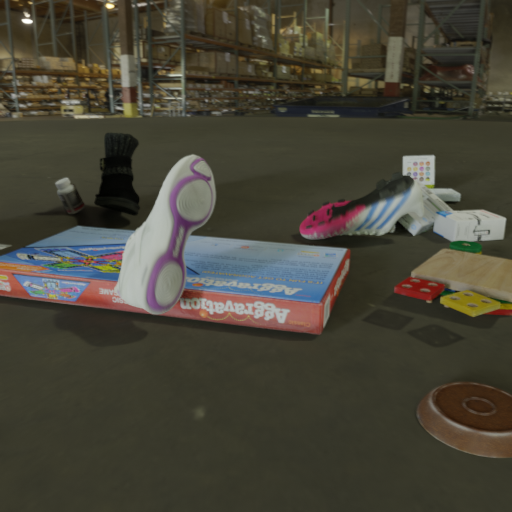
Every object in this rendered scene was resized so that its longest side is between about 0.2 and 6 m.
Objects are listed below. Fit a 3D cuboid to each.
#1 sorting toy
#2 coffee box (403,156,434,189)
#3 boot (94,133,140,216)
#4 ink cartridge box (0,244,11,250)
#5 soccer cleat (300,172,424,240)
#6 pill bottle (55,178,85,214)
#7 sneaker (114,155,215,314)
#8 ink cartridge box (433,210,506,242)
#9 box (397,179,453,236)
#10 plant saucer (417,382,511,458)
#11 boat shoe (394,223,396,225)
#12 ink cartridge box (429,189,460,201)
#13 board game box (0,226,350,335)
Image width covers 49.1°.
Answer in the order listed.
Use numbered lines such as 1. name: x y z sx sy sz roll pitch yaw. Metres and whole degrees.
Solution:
1. sorting toy: 3.267 0.457 8.430 1.516 0.532 3.145 12 21 33
2. coffee box: 4.733 -2.380 16.325 0.878 0.870 0.880 1 -6 16
3. boot: -3.260 -2.026 13.436 0.944 1.876 2.510 14 3 -29
4. ink cartridge box: -4.926 0.191 9.142 1.433 0.601 1.258 6 19 19
5. soccer cleat: 2.212 -0.732 11.598 2.601 1.123 0.908 -22 31 21
6. pill bottle: -4.644 -1.495 13.919 0.458 0.828 0.458 -15 30 9
7. sneaker: -1.305 -0.369 7.535 1.116 2.241 0.839 6 -21 42
8. ink cartridge box: 4.545 -0.649 11.958 1.176 0.496 0.858 -4 18 -13
9. box: 3.640 -1.139 12.777 1.651 0.340 1.287 -18 57 -45
10. plant saucer: 2.200 1.559 5.561 1.160 0.200 1.160 -1 17 0
11. boat shoe: 3.137 -1.247 13.407 0.646 0.745 1.748 7 20 18
12. ink cartridge box: 4.977 -1.702 15.620 1.163 0.252 1.142 0 14 8
13. board game box: -1.339 0.229 9.139 5.361 0.521 2.760 5 16 16
